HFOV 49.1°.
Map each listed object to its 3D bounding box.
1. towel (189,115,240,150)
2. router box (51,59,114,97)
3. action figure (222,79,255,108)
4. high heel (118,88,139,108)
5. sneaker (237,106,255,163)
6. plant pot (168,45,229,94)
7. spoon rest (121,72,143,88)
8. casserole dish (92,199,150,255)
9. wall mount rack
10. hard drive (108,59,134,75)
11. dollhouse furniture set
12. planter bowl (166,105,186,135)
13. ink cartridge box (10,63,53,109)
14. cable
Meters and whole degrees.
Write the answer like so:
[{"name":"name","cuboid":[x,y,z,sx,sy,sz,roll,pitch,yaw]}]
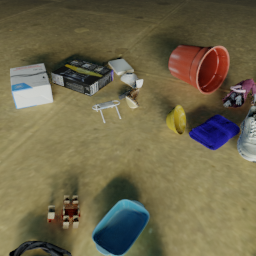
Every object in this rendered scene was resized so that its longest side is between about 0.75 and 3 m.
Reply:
[{"name":"towel","cuboid":[3.128,0.094,10.078,1.624,0.402,1.200,-29,46,-32]},{"name":"router box","cuboid":[-2.099,-2.409,13.075,2.290,0.598,1.800,22,43,25]},{"name":"action figure","cuboid":[4.683,-1.616,11.584,1.850,1.378,1.239,-41,47,-23]},{"name":"high heel","cuboid":[0.344,-1.304,11.737,0.998,0.500,1.400,-27,36,-21]},{"name":"sneaker","cuboid":[4.284,0.166,9.535,0.929,1.002,2.471,11,41,11]},{"name":"plant pot","cuboid":[3.052,-2.819,12.620,2.086,2.086,2.028,-25,37,-28]},{"name":"spoon rest","cuboid":[0.212,-2.210,13.035,0.833,0.508,1.677,-13,27,-17]},{"name":"casserole dish","cuboid":[-0.157,2.535,7.066,1.022,0.327,1.687,23,43,26]},{"name":"wall mount rack","cuboid":[-0.790,-0.689,11.095,1.156,0.431,1.004,-16,37,-19]},{"name":"hard drive","cuboid":[-0.369,-3.143,14.356,0.873,0.174,1.324,-15,41,-18]},{"name":"dollhouse furniture set","cuboid":[-1.692,2.266,7.434,0.845,0.440,0.854,3,37,-14]},{"name":"planter bowl","cuboid":[1.692,-0.278,10.190,0.457,1.097,1.097,-3,32,34]},{"name":"ink cartridge box","cuboid":[-4.306,-2.035,12.369,1.537,0.899,2.650,-13,40,-16]},{"name":"cable","cuboid":[-2.076,3.154,6.317,1.485,0.377,1.212,15,46,15]}]
